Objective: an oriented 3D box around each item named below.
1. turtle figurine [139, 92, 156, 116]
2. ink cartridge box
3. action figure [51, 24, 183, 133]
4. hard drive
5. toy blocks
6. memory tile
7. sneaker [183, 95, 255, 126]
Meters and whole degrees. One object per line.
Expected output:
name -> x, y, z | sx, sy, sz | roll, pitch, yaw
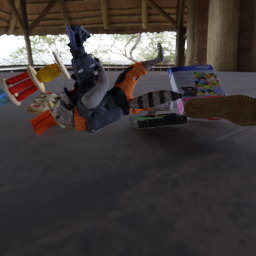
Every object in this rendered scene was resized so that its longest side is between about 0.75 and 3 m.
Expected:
turtle figurine -> 0.793, -0.696, 9.928 | 0.543, 1.079, 0.808 | 13, -12, 33
ink cartridge box -> 2.669, -1.650, 10.955 | 1.777, 0.625, 2.978 | -4, 45, -4
action figure -> -0.332, -0.742, 5.392 | 2.454, 2.537, 1.327 | -22, 53, -5
hard drive -> 0.915, -0.235, 8.783 | 1.564, 0.296, 1.093 | -5, 9, -13
toy blocks -> -2.549, -0.697, 7.731 | 2.346, 1.956, 0.852 | -29, 5, -2
memory tile -> -2.466, -0.887, 10.682 | 2.220, 0.243, 2.897 | 10, 17, -9
sneaker -> 3.086, -0.569, 8.451 | 2.461, 0.877, 1.384 | 9, 9, 34
